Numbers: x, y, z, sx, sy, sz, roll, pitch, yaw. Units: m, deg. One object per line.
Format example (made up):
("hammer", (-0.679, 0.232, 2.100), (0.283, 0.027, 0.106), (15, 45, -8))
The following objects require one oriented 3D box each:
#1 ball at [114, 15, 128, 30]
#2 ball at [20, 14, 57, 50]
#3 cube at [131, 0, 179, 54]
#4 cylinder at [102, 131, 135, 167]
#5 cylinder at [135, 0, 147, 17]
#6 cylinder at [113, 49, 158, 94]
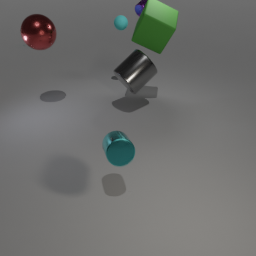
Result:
("ball", (-0.353, -5.201, 13.863), (0.700, 0.700, 0.700), (0, 30, 0))
("ball", (-3.617, -3.877, 11.364), (1.400, 1.400, 1.400), (0, 30, 0))
("cube", (1.136, -4.286, 11.786), (1.400, 1.400, 1.400), (22, 52, -11))
("cylinder", (-0.238, 0.489, 6.814), (0.700, 0.700, 0.700), (-7, 17, -11))
("cylinder", (0.798, -5.875, 13.646), (0.700, 0.700, 0.700), (21, 59, 32))
("cylinder", (0.322, -2.446, 12.216), (1.400, 1.400, 1.400), (-44, 39, -1))
